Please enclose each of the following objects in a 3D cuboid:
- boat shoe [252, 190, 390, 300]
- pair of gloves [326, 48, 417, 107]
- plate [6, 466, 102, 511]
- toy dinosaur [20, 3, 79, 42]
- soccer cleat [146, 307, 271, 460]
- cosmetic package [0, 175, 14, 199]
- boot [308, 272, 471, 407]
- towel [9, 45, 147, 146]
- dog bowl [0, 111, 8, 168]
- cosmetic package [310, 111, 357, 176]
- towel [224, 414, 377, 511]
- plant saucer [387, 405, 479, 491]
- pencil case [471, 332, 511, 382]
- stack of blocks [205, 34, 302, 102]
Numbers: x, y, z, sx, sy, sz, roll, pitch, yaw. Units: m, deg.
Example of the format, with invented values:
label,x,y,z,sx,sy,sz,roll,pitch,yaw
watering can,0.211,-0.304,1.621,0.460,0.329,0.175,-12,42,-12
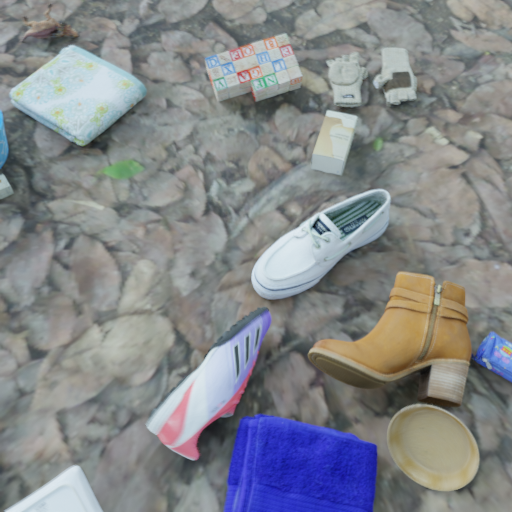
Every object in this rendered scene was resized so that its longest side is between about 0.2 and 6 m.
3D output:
label,x,y,z,sx,sy,sz,roll,pitch,yaw
boat shoe,1.197,-0.372,10.372,3.069,1.025,1.129,-34,63,-20
pair of gloves,2.740,-4.173,13.251,2.051,0.360,1.744,-5,61,-1
plate,-2.905,3.967,8.047,1.390,0.225,1.393,-31,62,-18
toy dinosaur,-5.300,-5.705,14.132,1.385,0.595,0.939,-29,68,-11
soccer cleat,-0.518,1.977,9.031,0.994,0.926,2.716,41,65,6
cosmetic package,-5.410,-1.317,11.443,0.745,0.265,0.392,-31,62,-18
boot,2.270,1.162,9.193,2.672,1.025,2.075,13,67,0
towel,-4.082,-3.683,12.812,2.465,0.594,2.110,31,65,18
dog bowl,-6.965,-1.988,11.480,3.808,0.944,2.123,-27,61,-17
cosmetic package,1.679,-2.438,12.037,0.720,0.486,1.368,13,58,8
towel,0.542,3.814,7.835,2.183,0.732,2.956,9,57,7
plant saucer,2.635,2.810,8.334,1.350,1.350,0.239,37,29,21
pencil case,4.306,1.862,9.201,1.427,0.557,0.620,34,47,20
stack of blocks,-0.062,-4.206,12.890,1.966,0.576,1.132,-18,81,-4
